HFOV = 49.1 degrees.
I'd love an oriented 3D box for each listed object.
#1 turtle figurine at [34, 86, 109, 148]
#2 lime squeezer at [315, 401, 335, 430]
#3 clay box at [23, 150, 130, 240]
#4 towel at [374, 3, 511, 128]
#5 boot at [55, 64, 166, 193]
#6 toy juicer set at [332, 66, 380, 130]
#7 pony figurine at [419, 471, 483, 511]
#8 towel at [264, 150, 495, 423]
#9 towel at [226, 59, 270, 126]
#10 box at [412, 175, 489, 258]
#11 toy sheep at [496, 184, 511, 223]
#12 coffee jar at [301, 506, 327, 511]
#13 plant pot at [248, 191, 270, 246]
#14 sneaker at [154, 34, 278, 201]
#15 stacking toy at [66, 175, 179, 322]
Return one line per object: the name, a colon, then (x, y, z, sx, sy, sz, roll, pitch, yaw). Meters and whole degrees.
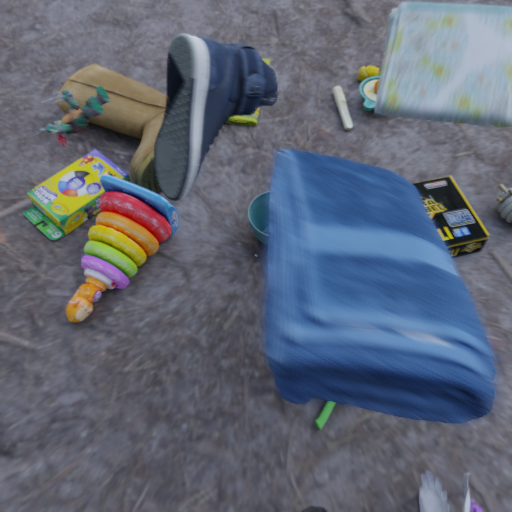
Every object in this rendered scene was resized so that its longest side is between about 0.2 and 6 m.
turtle figurine: (-2.797, -2.137, 8.504, 1.148, 0.578, 0.859, -19, 56, 21)
lime squeezer: (2.067, 1.827, 9.586, 2.864, 0.540, 1.011, -23, 57, -16)
clay box: (-3.823, -1.306, 11.850, 1.186, 0.491, 2.064, 36, 61, 24)
towel: (3.399, -3.351, 9.809, 2.414, 0.581, 2.066, 10, 83, 15)
boot: (-3.062, -2.960, 12.714, 3.509, 1.160, 3.073, 23, 45, 15)
toy juicer set: (2.893, -4.185, 13.799, 2.620, 0.713, 1.666, -24, 58, -16)
pony figurine: (2.892, 3.884, 7.828, 1.546, 1.288, 1.493, 18, 64, -5)
towel: (1.395, 0.048, 7.381, 2.536, 1.102, 4.542, 9, 33, -4)
towel: (-0.351, -4.211, 14.152, 1.111, 0.233, 2.581, 10, 54, 1)
box: (3.286, -0.678, 11.385, 2.188, 0.540, 1.747, -12, 57, -8)
toy sheep: (5.339, -1.033, 11.499, 0.789, 0.789, 1.144, -18, 68, -12)
coffee jar: (1.017, 4.269, 7.623, 0.685, 0.838, 1.606, -25, 57, -13)
plant pot: (0.408, -0.614, 11.162, 1.154, 0.777, 1.154, 1, 56, -2)
sneaker: (-0.582, -2.070, 8.740, 1.802, 2.494, 0.948, -15, 41, -43)
stacking toy: (-2.715, 0.029, 10.486, 1.512, 1.599, 2.755, 23, 69, 8)
